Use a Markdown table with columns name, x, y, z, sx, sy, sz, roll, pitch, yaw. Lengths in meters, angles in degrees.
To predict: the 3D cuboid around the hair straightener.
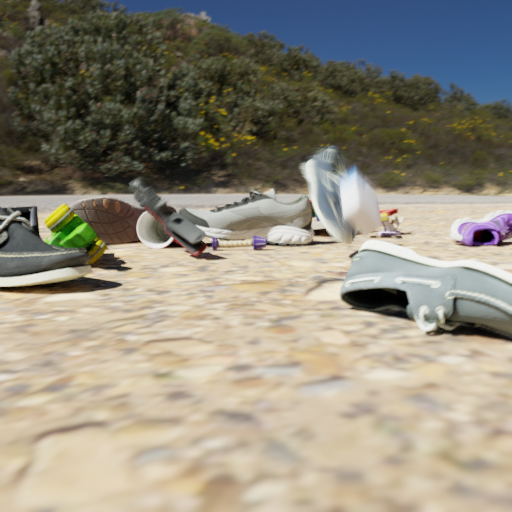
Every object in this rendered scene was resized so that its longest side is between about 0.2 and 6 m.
| name | x | y | z | sx | sy | sz | roll | pitch | yaw |
| --- | --- | --- | --- | --- | --- | --- | --- | --- | --- |
| hair straightener | -1.741 | -0.908 | 10.794 | 0.432 | 0.813 | 2.113 | -36 | 64 | -24 |

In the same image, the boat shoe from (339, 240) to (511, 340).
| name | x | y | z | sx | sy | sz | roll | pitch | yaw |
| --- | --- | --- | --- | --- | --- | --- | --- | --- | --- |
| boat shoe | 1.886 | 0.511 | 5.822 | 0.782 | 0.922 | 2.531 | -49 | 36 | -15 |

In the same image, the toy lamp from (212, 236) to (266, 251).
| name | x | y | z | sx | sy | sz | roll | pitch | yaw |
| --- | --- | --- | --- | --- | --- | --- | --- | --- | --- |
| toy lamp | -0.360 | -0.264 | 11.978 | 1.150 | 0.335 | 0.335 | 0 | 8 | -2 |

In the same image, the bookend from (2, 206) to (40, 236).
| name | x | y | z | sx | sy | sz | roll | pitch | yaw |
| --- | --- | --- | --- | --- | --- | --- | --- | --- | --- |
| bookend | -5.011 | -0.397 | 10.757 | 1.588 | 0.732 | 1.578 | -5 | 19 | -19 |

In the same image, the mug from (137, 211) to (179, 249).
| name | x | y | z | sx | sy | sz | roll | pitch | yaw |
| --- | --- | --- | --- | --- | --- | --- | --- | --- | --- |
| mug | -2.045 | -0.518 | 12.846 | 0.874 | 1.163 | 1.310 | -36 | 0 | 6 |

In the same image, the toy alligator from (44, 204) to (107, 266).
| name | x | y | z | sx | sy | sz | roll | pitch | yaw |
| --- | --- | --- | --- | --- | --- | --- | --- | --- | --- |
| toy alligator | -3.577 | -0.313 | 10.487 | 0.929 | 1.015 | 3.424 | -44 | 21 | -11 |

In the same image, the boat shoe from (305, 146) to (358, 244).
| name | x | y | z | sx | sy | sz | roll | pitch | yaw |
| --- | --- | --- | --- | --- | --- | --- | --- | --- | --- |
| boat shoe | 1.623 | -1.267 | 11.146 | 0.896 | 0.740 | 2.393 | 28 | 35 | -30 |

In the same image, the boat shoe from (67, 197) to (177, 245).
| name | x | y | z | sx | sy | sz | roll | pitch | yaw |
| --- | --- | --- | --- | --- | --- | --- | --- | --- | --- |
| boat shoe | -3.304 | -0.814 | 13.583 | 2.962 | 1.122 | 1.064 | 5 | -1 | -43 |

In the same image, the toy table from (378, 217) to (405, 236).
| name | x | y | z | sx | sy | sz | roll | pitch | yaw |
| --- | --- | --- | --- | --- | --- | --- | --- | --- | --- |
| toy table | 3.662 | -0.820 | 15.293 | 0.777 | 0.495 | 0.845 | 4 | 8 | 24 |

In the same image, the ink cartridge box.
| name | x | y | z | sx | sy | sz | roll | pitch | yaw |
| --- | --- | --- | --- | --- | --- | --- | --- | --- | --- |
| ink cartridge box | 1.906 | -0.949 | 10.275 | 0.401 | 0.688 | 0.952 | -35 | 32 | 29 |

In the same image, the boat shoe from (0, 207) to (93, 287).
| name | x | y | z | sx | sy | sz | roll | pitch | yaw |
| --- | --- | --- | --- | --- | --- | --- | --- | --- | --- |
| boat shoe | -3.898 | -0.165 | 8.377 | 3.480 | 1.177 | 1.250 | 6 | 9 | 30 |

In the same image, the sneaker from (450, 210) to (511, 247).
| name | x | y | z | sx | sy | sz | roll | pitch | yaw |
| --- | --- | --- | --- | --- | --- | --- | --- | --- | --- |
| sneaker | 5.482 | -0.497 | 12.934 | 1.987 | 0.801 | 0.829 | -12 | 26 | -17 |

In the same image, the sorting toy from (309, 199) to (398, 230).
| name | x | y | z | sx | sy | sz | roll | pitch | yaw |
| --- | --- | --- | --- | --- | --- | --- | --- | --- | --- |
| sorting toy | 1.806 | -1.214 | 15.609 | 4.267 | 0.722 | 2.057 | -4 | 10 | 36 |

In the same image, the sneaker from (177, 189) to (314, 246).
| name | x | y | z | sx | sy | sz | roll | pitch | yaw |
| --- | --- | --- | --- | --- | --- | --- | --- | --- | --- |
| sneaker | -0.225 | -0.945 | 12.865 | 3.163 | 1.254 | 1.169 | 2 | 11 | -8 |
